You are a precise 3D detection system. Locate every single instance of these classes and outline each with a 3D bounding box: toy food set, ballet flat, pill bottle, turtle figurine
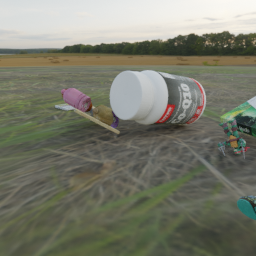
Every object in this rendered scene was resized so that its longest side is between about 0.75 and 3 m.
[{"bbox_3d":[-1.036,-0.614,7.253,1.636,0.405,2.574,28,4,-28],"label":"toy food set"},{"bbox_3d":[1.440,0.847,2.976,0.292,0.292,0.787,-1,-6,-2],"label":"ballet flat"},{"bbox_3d":[0.796,-0.736,7.133,2.343,1.334,1.334,-1,12,-42],"label":"pill bottle"},{"bbox_3d":[2.102,0.254,5.628,0.398,0.791,0.592,-5,-12,-44],"label":"turtle figurine"}]

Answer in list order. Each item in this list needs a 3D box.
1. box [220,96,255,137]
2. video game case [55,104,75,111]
[{"bbox_3d":[3.106,-0.241,6.318,1.206,0.304,1.671,-29,21,-14],"label":"box"},{"bbox_3d":[-2.112,-0.804,10.428,0.901,0.099,0.820,-14,20,-41],"label":"video game case"}]
